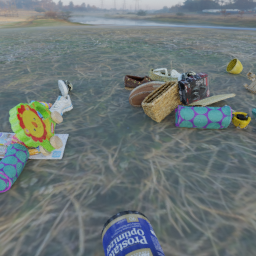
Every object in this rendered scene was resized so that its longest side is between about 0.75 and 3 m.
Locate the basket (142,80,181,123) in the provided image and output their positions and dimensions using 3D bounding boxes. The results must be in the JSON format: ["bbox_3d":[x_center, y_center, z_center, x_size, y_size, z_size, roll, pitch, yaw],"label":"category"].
[{"bbox_3d":[1.262,-1.232,11.012,1.553,1.157,1.109,-40,50,-10],"label":"basket"}]

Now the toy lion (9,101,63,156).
[{"bbox_3d":[-2.758,-0.138,8.403,0.633,1.768,1.844,-29,43,15],"label":"toy lion"}]

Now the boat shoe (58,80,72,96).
[{"bbox_3d":[-3.166,-2.132,14.307,0.587,0.652,1.844,-10,26,-17],"label":"boat shoe"}]

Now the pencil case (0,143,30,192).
[{"bbox_3d":[-3.250,1.046,7.622,0.705,0.649,1.526,13,24,-7],"label":"pencil case"}]

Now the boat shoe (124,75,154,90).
[{"bbox_3d":[0.865,-2.336,14.609,2.220,0.780,0.781,6,26,9],"label":"boat shoe"}]

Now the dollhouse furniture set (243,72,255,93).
[{"bbox_3d":[6.762,-2.179,14.459,0.781,0.914,1.764,32,11,-29],"label":"dollhouse furniture set"}]

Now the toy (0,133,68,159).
[{"bbox_3d":[-3.457,0.351,9.064,2.777,0.656,1.599,-2,28,-3],"label":"toy"}]

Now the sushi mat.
[{"bbox_3d":[3.646,-1.222,12.603,2.439,0.148,1.167,-18,10,-34],"label":"sushi mat"}]

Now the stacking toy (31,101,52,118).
[{"bbox_3d":[-3.569,-0.875,11.867,0.669,0.633,1.153,13,17,11],"label":"stacking toy"}]

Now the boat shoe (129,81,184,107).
[{"bbox_3d":[1.487,-1.382,12.208,2.934,1.111,1.053,-10,40,2],"label":"boat shoe"}]

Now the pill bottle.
[{"bbox_3d":[0.168,2.293,4.622,0.973,0.973,1.740,-7,26,-14],"label":"pill bottle"}]

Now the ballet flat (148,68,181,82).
[{"bbox_3d":[2.277,-2.919,15.772,2.490,0.880,0.880,14,29,26],"label":"ballet flat"}]

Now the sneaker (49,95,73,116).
[{"bbox_3d":[-2.923,-0.941,11.729,0.632,0.730,1.685,8,28,14],"label":"sneaker"}]

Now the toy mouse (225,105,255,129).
[{"bbox_3d":[5.056,-0.152,10.302,2.314,0.504,2.604,0,26,2],"label":"toy mouse"}]

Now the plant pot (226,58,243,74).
[{"bbox_3d":[6.825,-3.825,17.724,0.679,0.957,0.957,25,21,-15],"label":"plant pot"}]

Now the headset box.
[{"bbox_3d":[2.500,-1.481,10.412,1.187,0.884,0.459,-22,33,-15],"label":"headset box"}]

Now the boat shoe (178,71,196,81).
[{"bbox_3d":[3.076,-2.307,13.962,0.984,0.886,2.782,41,29,-6],"label":"boat shoe"}]

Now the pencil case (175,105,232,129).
[{"bbox_3d":[2.788,-0.430,10.501,1.976,0.841,0.913,2,37,3],"label":"pencil case"}]
